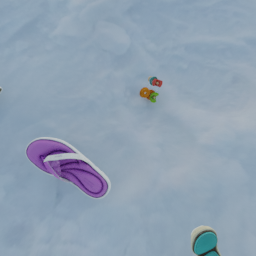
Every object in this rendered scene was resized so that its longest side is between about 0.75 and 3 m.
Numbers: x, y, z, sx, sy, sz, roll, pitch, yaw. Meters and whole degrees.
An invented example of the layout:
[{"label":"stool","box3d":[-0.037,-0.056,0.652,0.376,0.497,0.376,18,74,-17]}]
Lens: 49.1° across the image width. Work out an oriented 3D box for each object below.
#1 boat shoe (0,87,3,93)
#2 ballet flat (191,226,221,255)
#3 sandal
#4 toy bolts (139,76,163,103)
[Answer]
[{"label":"boat shoe","box3d":[-4.404,-0.922,9.037,0.441,0.382,1.034,22,67,21]},{"label":"ballet flat","box3d":[1.775,2.725,6.608,0.672,1.935,0.672,-14,38,11]},{"label":"sandal","box3d":[-1.644,1.069,7.696,2.632,0.647,1.071,28,95,1]},{"label":"toy bolts","box3d":[0.657,-1.299,8.932,0.744,0.779,0.540,11,20,-33]}]
